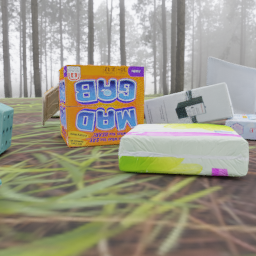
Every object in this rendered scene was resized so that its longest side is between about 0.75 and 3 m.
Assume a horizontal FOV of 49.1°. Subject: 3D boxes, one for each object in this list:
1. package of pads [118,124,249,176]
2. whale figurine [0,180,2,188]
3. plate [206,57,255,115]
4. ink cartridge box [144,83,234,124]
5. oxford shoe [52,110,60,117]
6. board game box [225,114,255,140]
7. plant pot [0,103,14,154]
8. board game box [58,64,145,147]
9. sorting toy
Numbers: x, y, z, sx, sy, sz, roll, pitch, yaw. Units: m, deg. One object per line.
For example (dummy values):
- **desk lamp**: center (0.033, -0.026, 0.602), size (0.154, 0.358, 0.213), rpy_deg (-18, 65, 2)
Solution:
- **package of pads**: center (0.956, 0.324, 5.045), size (2.002, 0.683, 1.547), rpy_deg (2, 8, 11)
- **whale figurine**: center (-1.883, 0.631, 3.122), size (0.920, 0.600, 1.156), rpy_deg (-7, 10, -43)
- **plate**: center (3.883, -1.409, 10.378), size (0.359, 2.216, 2.220), rpy_deg (-28, 40, -28)
- **ink cartridge box**: center (1.966, -0.656, 8.953), size (2.533, 1.052, 1.857), rpy_deg (-11, 3, 21)
- **oxford shoe**: center (-3.481, -0.945, 14.228), size (0.924, 0.710, 2.459), rpy_deg (2, 10, -6)
- **board game box**: center (4.286, -0.046, 8.305), size (2.502, 0.516, 2.508), rpy_deg (4, 9, 24)
- **plant pot**: center (-3.472, -0.047, 5.694), size (1.965, 1.389, 1.388), rpy_deg (7, 7, -9)
- **board game box**: center (-0.792, -0.654, 7.544), size (1.922, 1.921, 1.920), rpy_deg (-3, 8, -18)
- **sorting toy**: center (-2.629, -1.102, 10.303), size (0.322, 1.632, 1.764), rpy_deg (33, 53, 5)
